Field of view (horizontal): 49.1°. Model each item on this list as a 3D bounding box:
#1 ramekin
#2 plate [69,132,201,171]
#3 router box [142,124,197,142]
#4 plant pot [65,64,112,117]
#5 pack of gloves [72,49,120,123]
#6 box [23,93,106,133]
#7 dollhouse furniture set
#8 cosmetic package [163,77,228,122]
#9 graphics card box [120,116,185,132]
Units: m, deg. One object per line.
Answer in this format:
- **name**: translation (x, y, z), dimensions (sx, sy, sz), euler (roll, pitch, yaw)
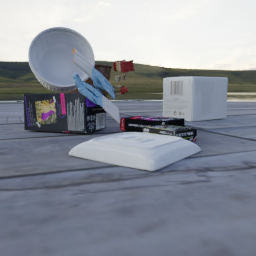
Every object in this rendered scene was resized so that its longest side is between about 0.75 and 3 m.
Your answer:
- **ramekin**: translation (-2.758, -2.697, 11.616), dimensions (2.583, 2.583, 1.356), euler (-2, -11, -18)
- **plate**: translation (0.213, 0.426, 6.713), dimensions (2.377, 0.384, 2.372), euler (5, 10, 36)
- **router box**: translation (1.233, 0.181, 8.435), dimensions (1.006, 0.417, 1.343), euler (-5, 9, -39)
- **plant pot**: translation (-2.385, -2.103, 16.266), dimensions (2.998, 2.968, 2.998), euler (-1, 7, 0)
- **pack of gloves**: translation (-1.266, -1.419, 10.173), dimensions (0.477, 2.032, 2.419), euler (-29, -46, 23)
- **box**: translation (-2.366, -0.608, 10.591), dimensions (2.673, 1.418, 1.634), euler (3, 6, 22)
- **dollhouse furniture set**: translation (-0.135, -2.007, 11.216), dimensions (0.576, 1.417, 0.763), euler (-15, 23, -23)
- **cosmetic package**: translation (3.627, -1.615, 15.195), dimensions (2.707, 2.251, 2.265), euler (-6, 9, -32)
- **graphics card box**: translation (0.901, -0.138, 10.502), dimensions (2.100, 0.534, 1.318), euler (7, 10, 39)
